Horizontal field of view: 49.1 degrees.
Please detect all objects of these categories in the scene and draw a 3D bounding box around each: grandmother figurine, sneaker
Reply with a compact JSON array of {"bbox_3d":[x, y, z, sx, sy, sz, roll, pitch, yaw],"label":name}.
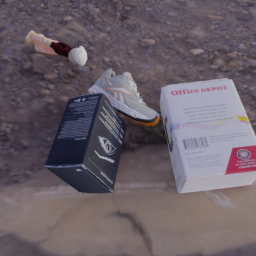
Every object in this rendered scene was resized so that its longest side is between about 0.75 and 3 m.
[{"bbox_3d":[-2.319,-2.683,9.552,2.309,0.699,1.400,26,21,24],"label":"grandmother figurine"},{"bbox_3d":[-0.031,-0.998,8.141,2.554,0.967,1.175,31,90,29],"label":"sneaker"}]

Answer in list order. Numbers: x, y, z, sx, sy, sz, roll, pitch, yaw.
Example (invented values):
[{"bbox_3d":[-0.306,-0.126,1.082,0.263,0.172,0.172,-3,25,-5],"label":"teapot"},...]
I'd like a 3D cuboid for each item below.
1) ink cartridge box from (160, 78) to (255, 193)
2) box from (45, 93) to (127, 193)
[{"bbox_3d":[2.133,0.173,7.629,2.082,1.208,2.822,-6,57,-2],"label":"ink cartridge box"},{"bbox_3d":[-0.959,0.407,7.139,1.086,1.541,2.082,-5,53,25],"label":"box"}]
